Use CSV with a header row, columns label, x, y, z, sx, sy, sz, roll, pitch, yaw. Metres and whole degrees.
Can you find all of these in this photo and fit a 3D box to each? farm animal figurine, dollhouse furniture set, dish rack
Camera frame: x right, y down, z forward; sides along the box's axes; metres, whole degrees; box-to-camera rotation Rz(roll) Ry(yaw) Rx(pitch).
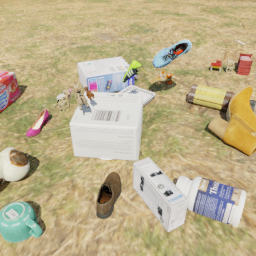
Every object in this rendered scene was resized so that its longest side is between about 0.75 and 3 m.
label,x,y,z,sx,sy,sz,roll,pitch,yaw
farm animal figurine,-1.838,-1.083,9.302,1.268,0.638,1.024,0,42,19
dollhouse furniture set,5.919,-3.751,16.094,2.196,0.893,1.182,9,37,12
dish rack,0.390,-1.486,13.432,1.563,0.340,1.341,23,41,28

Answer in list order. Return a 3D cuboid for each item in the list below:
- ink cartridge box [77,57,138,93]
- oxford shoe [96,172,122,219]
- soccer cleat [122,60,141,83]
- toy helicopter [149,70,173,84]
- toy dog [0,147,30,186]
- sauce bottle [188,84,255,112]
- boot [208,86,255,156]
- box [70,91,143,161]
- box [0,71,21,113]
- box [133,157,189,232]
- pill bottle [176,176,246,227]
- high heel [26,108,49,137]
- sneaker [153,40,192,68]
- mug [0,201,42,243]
label,x,y,z,sx,sy,sz,roll,pitch,yaw
ink cartridge box,-0.936,-2.761,14.520,2.921,1.115,1.993,-14,38,-16
oxford shoe,-0.546,1.857,8.482,0.613,0.712,1.688,3,34,7
soccer cleat,0.130,-2.173,11.130,0.451,1.112,0.375,26,40,-11
toy helicopter,1.722,-2.663,14.979,1.277,0.504,0.845,-17,43,-5
toy dog,-4.129,1.326,8.612,2.134,1.489,2.069,-25,52,-33
sauce bottle,4.217,-1.259,12.663,2.892,0.936,0.936,18,39,20
boot,4.790,-0.289,11.006,2.090,1.027,2.919,36,67,28
box,-0.673,-0.142,10.525,2.359,1.550,2.372,4,36,5
box,-6.241,-1.463,12.558,1.360,1.302,2.728,9,37,12
box,0.860,1.864,8.114,0.576,1.117,1.915,-19,39,-24
pill bottle,2.290,1.995,7.992,1.849,1.026,1.026,15,38,21
high heel,-3.682,-0.219,11.386,0.466,0.664,1.384,17,39,22
sneaker,1.687,-2.977,11.119,1.695,0.664,0.763,-30,4,21
mug,-2.908,2.472,7.593,1.175,0.726,0.965,-4,36,-6
